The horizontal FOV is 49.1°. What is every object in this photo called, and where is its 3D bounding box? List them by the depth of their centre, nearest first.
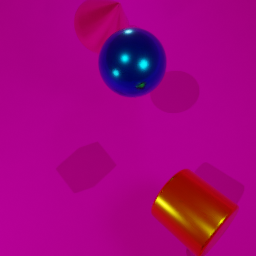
[{"bbox_3d":[1.308,1.650,5.557,1.238,1.238,1.238,37,76,31],"label":"cylinder"},{"bbox_3d":[0.089,-1.305,5.661,1.382,1.382,1.382,0,74,0],"label":"ball"},{"bbox_3d":[-0.434,-2.746,6.852,1.536,1.541,1.536,0,91,-20],"label":"cone"}]
